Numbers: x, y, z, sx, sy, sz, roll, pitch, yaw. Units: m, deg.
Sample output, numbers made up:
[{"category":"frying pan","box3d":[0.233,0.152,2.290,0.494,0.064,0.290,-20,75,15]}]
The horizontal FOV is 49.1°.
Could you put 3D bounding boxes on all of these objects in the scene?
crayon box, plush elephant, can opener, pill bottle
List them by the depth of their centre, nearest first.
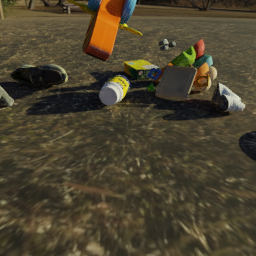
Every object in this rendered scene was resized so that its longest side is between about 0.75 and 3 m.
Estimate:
[{"category":"plush elephant","box3d":[-4.578,-1.047,8.926,1.017,1.314,1.082,-9,28,25]},{"category":"pill bottle","box3d":[-0.457,-1.296,9.644,0.770,0.770,1.348,7,27,14]},{"category":"can opener","box3d":[1.446,-3.145,10.482,0.476,0.377,1.431,-15,13,24]},{"category":"crayon box","box3d":[0.566,-2.726,12.930,1.139,0.456,1.794,-10,28,-19]}]

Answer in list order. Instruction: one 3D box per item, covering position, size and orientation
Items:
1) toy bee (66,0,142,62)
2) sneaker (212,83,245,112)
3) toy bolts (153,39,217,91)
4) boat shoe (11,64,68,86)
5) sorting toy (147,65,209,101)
[{"category":"toy bee","box3d":[-0.343,-2.443,5.740,2.502,1.638,1.360,-54,17,-15]},{"category":"sneaker","box3d":[3.284,-0.954,9.294,0.757,0.647,1.737,11,32,-5]},{"category":"toy bolts","box3d":[2.551,-2.242,11.473,2.424,1.681,2.315,-40,5,-40]},{"category":"boat shoe","box3d":[-3.552,-2.013,11.124,2.512,0.919,0.814,6,33,28]},{"category":"sorting toy","box3d":[1.756,-1.604,10.121,2.333,0.318,1.314,13,72,28]}]
